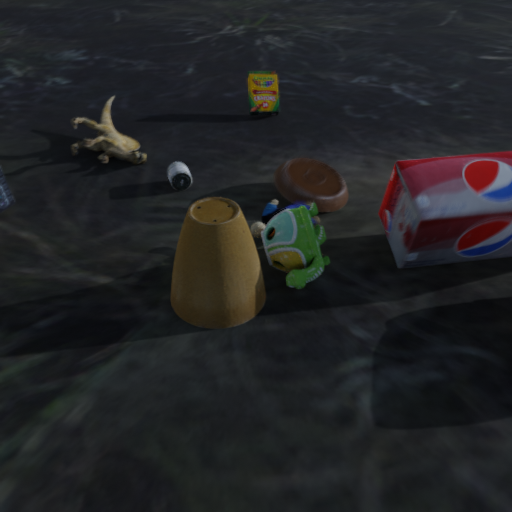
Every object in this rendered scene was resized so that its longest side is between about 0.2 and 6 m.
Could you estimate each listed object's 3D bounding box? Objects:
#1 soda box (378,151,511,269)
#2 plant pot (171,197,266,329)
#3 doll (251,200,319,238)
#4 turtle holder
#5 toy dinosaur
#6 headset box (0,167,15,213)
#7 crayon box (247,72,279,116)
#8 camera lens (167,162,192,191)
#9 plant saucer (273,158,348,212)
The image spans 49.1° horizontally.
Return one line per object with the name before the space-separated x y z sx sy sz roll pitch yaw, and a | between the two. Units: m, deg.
soda box | 4.377 -0.887 9.626 4.175 1.462 1.324 -6 54 -8
plant pot | -0.611 -0.012 8.558 1.528 1.640 1.528 0 35 0
doll | 0.513 -0.575 10.126 1.379 0.941 0.334 -14 -5 -32
turtle holder | 0.669 -0.106 9.344 1.008 1.079 1.420 -14 78 3
toy dinosaur | -3.557 -2.784 13.225 1.506 0.867 2.977 -5 41 -33
headset box | -5.867 -1.162 10.487 1.751 0.933 2.011 25 50 27
crayon box | 0.182 -4.354 14.828 0.775 1.221 0.310 -3 -6 -9
camera lens | -1.613 -1.671 11.775 0.455 0.455 0.569 -10 37 -13
plant saucer | 1.149 -1.512 11.368 1.594 0.275 1.594 10 43 -9
